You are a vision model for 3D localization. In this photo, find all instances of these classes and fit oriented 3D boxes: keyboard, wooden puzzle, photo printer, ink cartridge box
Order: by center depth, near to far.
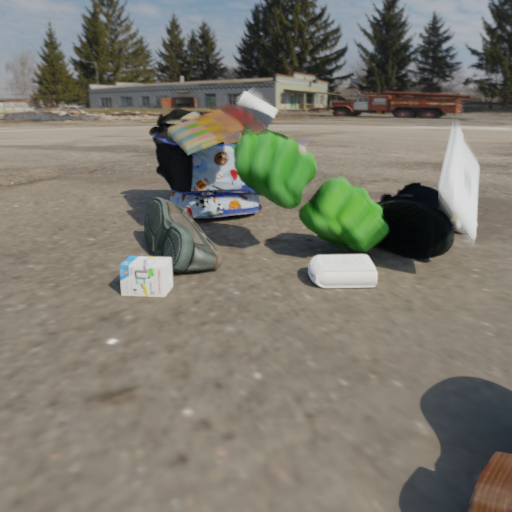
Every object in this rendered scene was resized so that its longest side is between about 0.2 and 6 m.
[{"bbox_3d":[-1.821,0.342,9.353,0.747,0.548,0.546,2,17,7],"label":"ink cartridge box"},{"bbox_3d":[1.485,0.263,9.879,1.132,0.393,0.942,-1,18,-1],"label":"photo printer"},{"bbox_3d":[3.911,-1.516,10.635,0.204,1.077,3.825,-24,15,31],"label":"keyboard"},{"bbox_3d":[-0.956,-2.737,12.058,1.617,0.192,2.726,-23,32,-11],"label":"wooden puzzle"}]

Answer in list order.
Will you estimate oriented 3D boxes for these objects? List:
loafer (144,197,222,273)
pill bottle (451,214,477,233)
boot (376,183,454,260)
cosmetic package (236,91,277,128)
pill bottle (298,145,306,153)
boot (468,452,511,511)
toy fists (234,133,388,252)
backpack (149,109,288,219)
[{"bbox_3d":[-1.550,-0.351,11.287,0.932,1.064,2.962,14,16,-27],"label":"loafer"},{"bbox_3d":[4.768,-0.803,13.267,0.467,0.467,0.895,-8,19,-25],"label":"pill bottle"},{"bbox_3d":[3.581,-0.878,12.252,2.562,1.164,3.049,-17,17,-33],"label":"boot"},{"bbox_3d":[-0.004,-3.681,14.123,0.947,0.337,0.480,28,-28,-9],"label":"cosmetic package"},{"bbox_3d":[0.858,-2.489,13.812,0.415,0.415,0.739,14,26,38],"label":"pill bottle"},{"bbox_3d":[3.377,1.545,3.806,2.983,0.958,2.780,-3,25,43],"label":"boot"},{"bbox_3d":[1.002,-1.214,10.929,3.361,1.156,1.713,35,-12,-5],"label":"toy fists"},{"bbox_3d":[-0.864,-2.398,14.829,3.300,2.669,3.465,-11,26,-17],"label":"backpack"}]
